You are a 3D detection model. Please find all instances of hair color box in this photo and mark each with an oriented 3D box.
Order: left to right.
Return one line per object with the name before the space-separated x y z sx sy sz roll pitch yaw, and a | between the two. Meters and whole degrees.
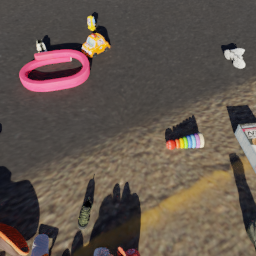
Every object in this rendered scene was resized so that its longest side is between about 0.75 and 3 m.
hair color box | 4.168 0.631 8.826 0.863 0.529 1.744 -6 49 -7

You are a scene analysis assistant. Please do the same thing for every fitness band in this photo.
fitness band | -2.967 -2.345 11.429 2.808 0.526 2.017 -11 53 -8

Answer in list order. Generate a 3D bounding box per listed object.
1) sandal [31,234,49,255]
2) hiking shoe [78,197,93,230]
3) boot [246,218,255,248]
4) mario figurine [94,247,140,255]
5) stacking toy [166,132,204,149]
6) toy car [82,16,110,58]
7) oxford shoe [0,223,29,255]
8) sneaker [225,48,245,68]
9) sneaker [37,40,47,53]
sandal | -2.145 3.206 6.834 0.495 0.370 1.291 2 29 -7
hiking shoe | -1.170 2.284 7.531 0.316 0.421 0.836 7 50 5
boot | 3.431 2.806 6.700 0.525 1.013 1.551 -14 51 -11
mario figurine | -0.686 3.358 6.153 2.218 1.176 1.369 -30 56 -21
stacking toy | 1.821 0.458 9.060 1.177 0.502 0.502 -8 50 -2
toy car | -1.781 -4.308 12.814 1.277 0.866 2.604 -19 53 -16
oxford shoe | -3.375 2.780 7.068 2.033 0.724 0.737 24 77 21
sneaker | 4.767 -3.039 11.994 0.707 0.462 1.231 -19 49 -12
sneaker | -3.809 -3.462 12.366 0.430 0.466 1.166 -21 54 -19
